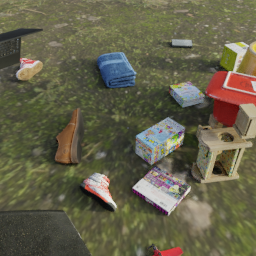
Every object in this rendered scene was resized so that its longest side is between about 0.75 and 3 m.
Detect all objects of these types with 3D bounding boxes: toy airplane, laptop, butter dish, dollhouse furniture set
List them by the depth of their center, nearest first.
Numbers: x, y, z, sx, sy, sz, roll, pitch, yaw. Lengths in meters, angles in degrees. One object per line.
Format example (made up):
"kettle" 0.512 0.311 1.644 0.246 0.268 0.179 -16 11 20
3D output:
"toy airplane" 0.795 3.039 6.167 1.151 0.212 1.151 0 39 0
"dollhouse furniture set" 2.442 0.017 8.155 1.305 2.346 2.075 -6 40 -7
"butter dish" 3.481 -0.562 8.480 2.307 1.710 2.313 17 33 17
"laptop" -3.916 -2.239 8.710 1.205 2.333 2.067 46 51 12

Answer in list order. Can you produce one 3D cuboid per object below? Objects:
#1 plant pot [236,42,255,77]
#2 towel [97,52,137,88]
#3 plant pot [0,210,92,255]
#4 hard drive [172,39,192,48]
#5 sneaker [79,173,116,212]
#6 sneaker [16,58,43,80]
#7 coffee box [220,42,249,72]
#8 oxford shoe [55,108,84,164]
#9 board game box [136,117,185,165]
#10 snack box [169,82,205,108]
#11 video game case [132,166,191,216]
"plant pot" 4.888 -1.607 10.015 2.669 2.511 2.669 1 40 -1
"towel" -0.580 -2.750 12.869 1.444 0.628 2.586 -10 41 -10
"plant pot" -1.827 2.970 4.512 2.475 2.784 2.790 -14 40 -35
"hard drive" 2.984 -4.684 15.571 1.106 0.182 0.772 3 40 4
"sneaker" -0.655 1.690 7.630 1.286 0.429 0.689 25 48 31
"sneaker" -4.793 -2.706 12.833 0.953 0.604 1.695 16 35 13
"coffee box" 5.149 -3.304 13.194 1.050 1.060 1.062 -13 41 -15
"oxford shoe" -1.913 0.162 9.214 0.854 0.855 2.397 -5 40 5
"board game box" 1.024 0.400 8.944 1.452 0.748 0.761 -28 47 -30
"snack box" 2.371 -1.385 11.395 0.991 0.398 1.176 -14 43 -17
"video game case" 0.929 1.698 7.786 1.219 0.218 1.105 28 47 30
